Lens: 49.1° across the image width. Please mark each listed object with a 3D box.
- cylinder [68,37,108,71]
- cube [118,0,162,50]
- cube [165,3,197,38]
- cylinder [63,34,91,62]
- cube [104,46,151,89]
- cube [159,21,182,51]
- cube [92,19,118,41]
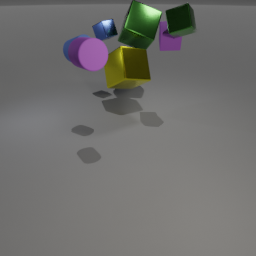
[{"bbox_3d":[-0.903,-1.664,6.279,0.700,0.700,0.700,-15,24,-26],"label":"cylinder"},{"bbox_3d":[0.500,-4.503,12.496,1.400,1.400,1.400,18,-10,-11],"label":"cube"},{"bbox_3d":[1.595,-3.184,8.371,0.700,0.700,0.700,-9,2,26],"label":"cube"},{"bbox_3d":[-1.435,-2.320,8.244,0.700,0.700,0.700,0,20,46],"label":"cylinder"},{"bbox_3d":[-0.057,-2.540,12.037,1.400,1.400,1.400,-5,-6,-37],"label":"cube"},{"bbox_3d":[1.415,-3.092,9.413,0.700,0.700,0.700,-1,53,2],"label":"cube"},{"bbox_3d":[-0.991,-4.222,12.128,0.700,0.700,0.700,-30,18,-38],"label":"cube"}]
